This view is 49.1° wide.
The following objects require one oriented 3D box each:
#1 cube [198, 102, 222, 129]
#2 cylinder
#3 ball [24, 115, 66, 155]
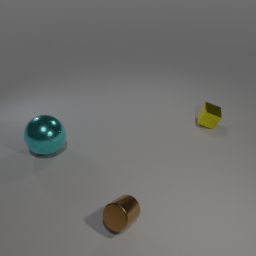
[{"bbox_3d":[3.325,-0.512,11.434,0.700,0.700,0.700,20,44,-4],"label":"cube"},{"bbox_3d":[-0.151,2.087,6.937,0.700,0.700,0.700,17,14,27],"label":"cylinder"},{"bbox_3d":[-2.878,0.238,9.731,1.400,1.400,1.400,0,30,0],"label":"ball"}]
